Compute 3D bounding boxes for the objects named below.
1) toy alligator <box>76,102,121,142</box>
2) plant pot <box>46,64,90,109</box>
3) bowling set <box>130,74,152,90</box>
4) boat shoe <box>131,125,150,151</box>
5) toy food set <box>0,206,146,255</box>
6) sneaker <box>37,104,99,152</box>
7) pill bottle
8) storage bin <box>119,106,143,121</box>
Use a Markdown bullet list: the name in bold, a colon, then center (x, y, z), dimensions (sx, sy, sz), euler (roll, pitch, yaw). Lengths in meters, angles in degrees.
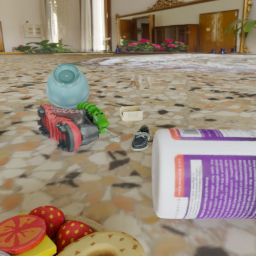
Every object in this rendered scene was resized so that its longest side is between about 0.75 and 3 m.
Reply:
- **toy alligator**: center (-1.103, -0.356, 9.312), dimensions (0.878, 0.803, 2.961), euler (-13, 23, -33)
- **plant pot**: center (-2.526, -1.869, 11.662), dimensions (1.851, 1.240, 1.851), euler (3, 62, -6)
- **bowling set**: center (0.508, -2.469, 15.900), dimensions (1.534, 0.823, 1.067), euler (19, 45, 41)
- **boat shoe**: center (0.398, 0.274, 8.075), dimensions (0.497, 0.411, 1.328), euler (6, 20, 16)
- **toy food set**: center (-1.158, 1.752, 3.462), dimensions (2.380, 0.585, 2.405), euler (-17, 25, -39)
- **sneaker**: center (-1.810, -0.124, 8.381), dimensions (1.346, 0.974, 2.755), euler (-14, 26, -34)
- **pill bottle**: center (1.827, 0.787, 4.851), dimensions (2.737, 1.525, 1.525), euler (1, 19, 0)
- **storage bin**: center (0.110, -0.550, 10.569), dimensions (0.778, 0.367, 0.784), euler (-3, 19, -10)
